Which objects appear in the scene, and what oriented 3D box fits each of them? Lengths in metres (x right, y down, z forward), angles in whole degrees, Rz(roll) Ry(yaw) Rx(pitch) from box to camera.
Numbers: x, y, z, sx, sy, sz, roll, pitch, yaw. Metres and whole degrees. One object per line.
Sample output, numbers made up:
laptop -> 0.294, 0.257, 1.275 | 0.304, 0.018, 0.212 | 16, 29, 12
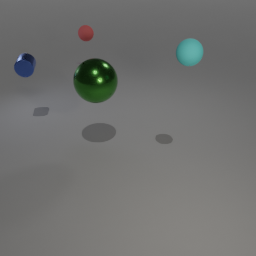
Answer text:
cylinder -> -3.875, -2.374, 10.580 | 0.700, 0.700, 0.700 | -4, 35, -7
ball -> -1.899, -4.271, 12.630 | 0.700, 0.700, 0.700 | 0, 29, 0
ball -> 1.604, -1.970, 7.310 | 0.700, 0.700, 0.700 | 0, 29, 0
ball -> -1.021, -1.485, 8.851 | 1.400, 1.400, 1.400 | 0, 29, 0
